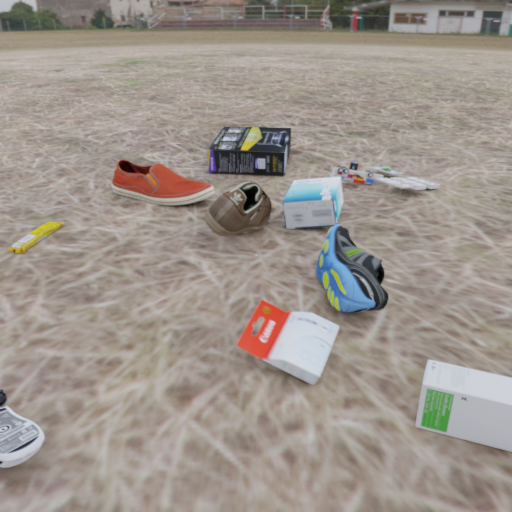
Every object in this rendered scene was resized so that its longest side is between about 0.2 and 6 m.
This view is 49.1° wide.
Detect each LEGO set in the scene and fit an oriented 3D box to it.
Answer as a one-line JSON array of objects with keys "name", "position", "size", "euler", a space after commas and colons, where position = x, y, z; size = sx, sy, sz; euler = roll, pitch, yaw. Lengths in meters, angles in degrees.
[{"name": "LEGO set", "position": [3.368, -2.072, 15.503], "size": [2.012, 0.661, 2.693], "euler": [-9, 27, -45]}]

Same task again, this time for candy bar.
[{"name": "candy bar", "position": [-4.809, -0.452, 12.342], "size": [0.405, 0.180, 1.624], "euler": [4, 27, 16]}]

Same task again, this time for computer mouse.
[{"name": "computer mouse", "position": [-3.257, 2.191, 6.909], "size": [1.788, 0.392, 0.980], "euler": [15, 25, 39]}]

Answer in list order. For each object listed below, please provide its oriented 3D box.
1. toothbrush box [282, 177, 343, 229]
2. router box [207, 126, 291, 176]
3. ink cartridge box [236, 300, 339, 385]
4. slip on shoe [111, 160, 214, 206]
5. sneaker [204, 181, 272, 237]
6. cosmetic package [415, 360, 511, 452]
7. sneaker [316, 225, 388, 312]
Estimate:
[{"name": "toothbrush box", "position": [1.366, -1.277, 13.232], "size": [1.190, 0.693, 1.626], "euler": [-3, 26, 15]}, {"name": "router box", "position": [-0.128, -3.300, 17.342], "size": [2.271, 0.754, 2.889], "euler": [3, 27, 7]}, {"name": "ink cartridge box", "position": [0.489, 1.187, 8.288], "size": [1.267, 0.299, 1.014], "euler": [26, 47, 6]}, {"name": "slip on shoe", "position": [-2.461, -1.909, 14.457], "size": [2.925, 0.895, 1.083], "euler": [13, 28, 20]}, {"name": "sneaker", "position": [-0.085, -1.128, 12.180], "size": [0.966, 1.036, 2.742], "euler": [47, 26, 2]}, {"name": "cosmetic package", "position": [2.800, 1.892, 7.056], "size": [1.402, 0.754, 0.595], "euler": [9, 28, 21]}, {"name": "sneaker", "position": [1.759, 0.266, 10.318], "size": [1.067, 0.913, 2.575], "euler": [11, 27, -11]}]
